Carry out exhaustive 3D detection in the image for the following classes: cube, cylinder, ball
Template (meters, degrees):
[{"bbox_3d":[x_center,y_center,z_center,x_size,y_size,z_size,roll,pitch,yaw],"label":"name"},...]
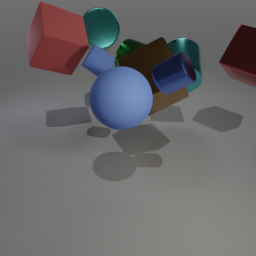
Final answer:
[{"bbox_3d":[0.735,-1.372,7.864,1.400,1.400,1.400,-26,72,9],"label":"cube"},{"bbox_3d":[-2.223,-2.725,8.737,1.400,1.400,1.400,7,56,-35],"label":"cube"},{"bbox_3d":[-0.828,-1.854,7.882,0.700,0.700,0.700,33,23,-18],"label":"cylinder"},{"bbox_3d":[-0.153,-0.655,6.241,1.400,1.400,1.400,0,29,0],"label":"ball"},{"bbox_3d":[4.099,-2.275,9.154,1.400,1.400,1.400,33,7,35],"label":"cube"},{"bbox_3d":[0.431,-2.553,10.781,1.400,1.400,1.400,27,38,24],"label":"cylinder"},{"bbox_3d":[0.985,-1.153,5.959,0.700,0.700,0.700,-23,17,30],"label":"cylinder"},{"bbox_3d":[1.896,-2.190,9.978,1.400,1.400,1.400,3,57,5],"label":"cylinder"},{"bbox_3d":[-1.084,-3.613,10.470,1.400,1.400,1.400,-5,11,-9],"label":"cylinder"}]
